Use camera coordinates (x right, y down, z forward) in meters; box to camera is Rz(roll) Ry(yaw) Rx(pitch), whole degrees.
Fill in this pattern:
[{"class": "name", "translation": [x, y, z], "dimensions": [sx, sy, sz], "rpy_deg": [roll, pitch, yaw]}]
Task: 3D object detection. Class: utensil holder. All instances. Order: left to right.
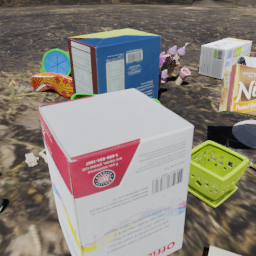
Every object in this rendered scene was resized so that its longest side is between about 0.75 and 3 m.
[{"class": "utensil holder", "translation": [5.670, -1.841, 11.420], "dimensions": [2.337, 1.986, 1.986], "rpy_deg": [5, 30, 3]}]

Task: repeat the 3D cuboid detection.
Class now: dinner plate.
[{"class": "dinner plate", "translation": [4.724, 0.170, 9.609], "dimensions": [2.166, 0.263, 2.166], "rpy_deg": [1, 28, 0]}]

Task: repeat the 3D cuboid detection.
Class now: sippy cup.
[{"class": "sippy cup", "translation": [-3.499, -3.387, 14.698], "dimensions": [2.017, 1.584, 1.478], "rpy_deg": [12, 19, 1]}]

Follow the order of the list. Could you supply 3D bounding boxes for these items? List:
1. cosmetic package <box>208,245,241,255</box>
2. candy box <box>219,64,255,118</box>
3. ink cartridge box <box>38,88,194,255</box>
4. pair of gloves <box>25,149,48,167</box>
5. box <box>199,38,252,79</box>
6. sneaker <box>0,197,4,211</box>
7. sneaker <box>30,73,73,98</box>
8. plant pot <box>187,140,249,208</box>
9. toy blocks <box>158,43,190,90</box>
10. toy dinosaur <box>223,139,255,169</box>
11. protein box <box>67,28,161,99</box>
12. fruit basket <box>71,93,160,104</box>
[{"class": "cosmetic package", "translation": [2.041, 2.661, 4.698], "dimensions": [1.509, 0.781, 0.552], "rpy_deg": [14, 32, 20]}, {"class": "candy box", "translation": [3.368, -0.826, 7.037], "dimensions": [1.988, 1.148, 0.550], "rpy_deg": [8, -1, -12]}, {"class": "ink cartridge box", "translation": [-0.281, 1.043, 5.406], "dimensions": [2.104, 2.896, 2.094], "rpy_deg": [-14, 30, -24]}, {"class": "pair of gloves", "translation": [-2.689, 0.875, 8.459], "dimensions": [0.794, 0.139, 0.675], "rpy_deg": [-12, 32, -19]}, {"class": "box", "translation": [5.296, -3.832, 15.194], "dimensions": [2.824, 1.588, 1.431], "rpy_deg": [-26, 37, -36]}, {"class": "sneaker", "translation": [-3.626, 1.851, 6.290], "dimensions": [1.545, 0.618, 0.570], "rpy_deg": [-16, 32, -28]}, {"class": "sneaker", "translation": [-3.139, -2.137, 12.795], "dimensions": [2.911, 1.062, 1.123], "rpy_deg": [16, 36, 25]}, {"class": "plant pot", "translation": [2.094, 1.176, 6.969], "dimensions": [1.200, 1.095, 1.206], "rpy_deg": [-23, 37, -36]}, {"class": "toy blocks", "translation": [1.649, -3.143, 12.969], "dimensions": [2.079, 1.872, 2.224], "rpy_deg": [-21, 66, -31]}, {"class": "toy dinosaur", "translation": [3.233, 0.818, 8.311], "dimensions": [0.775, 0.417, 1.759], "rpy_deg": [4, 26, -24]}, {"class": "protein box", "translation": [-0.468, -2.034, 10.748], "dimensions": [2.869, 2.890, 1.950], "rpy_deg": [-21, 36, -32]}, {"class": "fruit basket", "translation": [-0.451, 0.109, 8.205], "dimensions": [2.903, 2.094, 2.903], "rpy_deg": [3, 12, -1]}]
